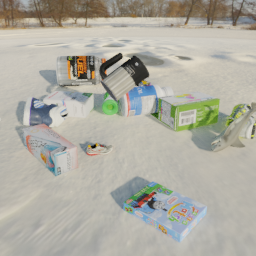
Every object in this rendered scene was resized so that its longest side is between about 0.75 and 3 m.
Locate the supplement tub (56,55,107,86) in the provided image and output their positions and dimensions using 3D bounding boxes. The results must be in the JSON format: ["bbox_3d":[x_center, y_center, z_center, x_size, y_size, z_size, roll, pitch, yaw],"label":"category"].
[{"bbox_3d":[-2.833,-3.543,17.298,2.988,1.831,1.831,-3,24,-7],"label":"supplement tub"}]

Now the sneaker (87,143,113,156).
[{"bbox_3d":[-0.934,0.687,9.367,0.903,0.371,0.351,-7,24,-17],"label":"sneaker"}]

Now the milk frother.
[{"bbox_3d":[-0.158,-1.661,9.752,1.433,1.524,1.375,-38,61,-6],"label":"milk frother"}]

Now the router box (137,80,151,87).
[{"bbox_3d":[0.900,-2.785,17.576,0.702,0.240,0.941,-12,26,-26],"label":"router box"}]

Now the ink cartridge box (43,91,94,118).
[{"bbox_3d":[-2.706,-1.114,12.966,1.941,0.815,1.406,4,24,9],"label":"ink cartridge box"}]

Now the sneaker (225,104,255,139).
[{"bbox_3d":[4.382,-0.402,11.192,0.955,0.943,2.500,5,22,10],"label":"sneaker"}]

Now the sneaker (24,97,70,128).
[{"bbox_3d":[-3.403,-0.640,11.890,1.782,0.980,2.433,3,18,-15],"label":"sneaker"}]

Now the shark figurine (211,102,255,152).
[{"bbox_3d":[3.889,0.147,9.736,0.985,2.360,1.410,47,4,10],"label":"shark figurine"}]

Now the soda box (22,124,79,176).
[{"bbox_3d":[-2.549,0.618,9.028,0.825,0.766,2.411,-18,29,-36],"label":"soda box"}]

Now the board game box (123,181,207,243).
[{"bbox_3d":[0.873,1.904,6.643,1.581,0.289,1.196,20,30,36],"label":"board game box"}]

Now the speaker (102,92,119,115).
[{"bbox_3d":[-0.800,-1.252,13.304,0.831,0.831,1.879,0,24,0],"label":"speaker"}]

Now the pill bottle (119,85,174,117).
[{"bbox_3d":[0.828,-1.270,12.612,2.290,1.285,1.285,-9,25,-12],"label":"pill bottle"}]

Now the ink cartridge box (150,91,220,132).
[{"bbox_3d":[2.215,-1.000,12.367,2.138,1.096,2.893,-11,26,-22],"label":"ink cartridge box"}]
